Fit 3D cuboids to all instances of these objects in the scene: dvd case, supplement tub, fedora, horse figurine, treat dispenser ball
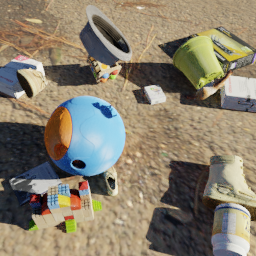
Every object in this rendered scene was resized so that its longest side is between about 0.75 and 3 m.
[{"bbox_3d":[-3.293,1.941,9.978,1.540,0.190,1.157,-27,53,-22],"label":"dvd case"},{"bbox_3d":[3.059,3.115,8.334,1.047,1.047,1.450,13,49,12],"label":"supplement tub"},{"bbox_3d":[-1.002,-3.336,10.768,1.109,2.455,2.171,-36,31,28],"label":"fedora"},{"bbox_3d":[2.242,-1.110,7.796,1.416,0.353,0.938,-31,5,12],"label":"horse figurine"},{"bbox_3d":[-1.476,0.278,9.788,2.781,2.781,2.781,0,48,0],"label":"treat dispenser ball"}]

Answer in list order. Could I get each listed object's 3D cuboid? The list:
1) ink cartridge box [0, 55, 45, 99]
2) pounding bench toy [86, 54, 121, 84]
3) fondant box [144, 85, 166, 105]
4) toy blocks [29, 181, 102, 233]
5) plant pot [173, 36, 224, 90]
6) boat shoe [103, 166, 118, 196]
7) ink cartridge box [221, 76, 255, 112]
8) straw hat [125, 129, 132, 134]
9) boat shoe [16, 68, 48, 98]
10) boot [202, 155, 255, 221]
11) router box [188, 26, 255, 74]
[{"bbox_3d":[-5.307,-2.510,13.550,1.464,0.853,2.022,22,52,19],"label":"ink cartridge box"},{"bbox_3d":[-1.236,-2.926,13.839,1.140,1.835,1.431,-23,84,-18],"label":"pounding bench toy"},{"bbox_3d":[1.250,-1.571,13.090,0.716,0.289,0.993,-12,50,-11],"label":"fondant box"},{"bbox_3d":[-2.033,2.360,8.635,2.358,1.612,1.178,-8,48,-6],"label":"toy blocks"},{"bbox_3d":[3.484,-2.896,13.331,2.104,2.104,1.934,-15,61,-13],"label":"plant pot"},{"bbox_3d":[-0.615,1.765,9.975,0.474,0.427,1.315,-8,48,-7],"label":"boat shoe"},{"bbox_3d":[5.295,-1.542,12.678,2.010,0.847,1.467,9,48,8],"label":"ink cartridge box"},{"bbox_3d":[-0.470,0.177,11.330,1.203,1.203,0.509,29,94,24],"label":"straw hat"},{"bbox_3d":[-3.574,-1.827,10.539,0.931,1.028,2.884,-24,23,-18],"label":"boat shoe"},{"bbox_3d":[3.935,1.962,9.476,2.565,0.933,1.993,10,50,15],"label":"boot"},{"bbox_3d":[5.049,-4.277,15.186,2.357,0.783,2.998,-21,51,-18],"label":"router box"}]
